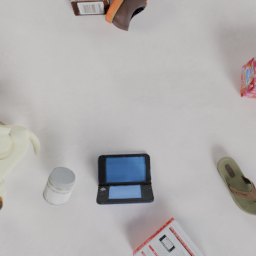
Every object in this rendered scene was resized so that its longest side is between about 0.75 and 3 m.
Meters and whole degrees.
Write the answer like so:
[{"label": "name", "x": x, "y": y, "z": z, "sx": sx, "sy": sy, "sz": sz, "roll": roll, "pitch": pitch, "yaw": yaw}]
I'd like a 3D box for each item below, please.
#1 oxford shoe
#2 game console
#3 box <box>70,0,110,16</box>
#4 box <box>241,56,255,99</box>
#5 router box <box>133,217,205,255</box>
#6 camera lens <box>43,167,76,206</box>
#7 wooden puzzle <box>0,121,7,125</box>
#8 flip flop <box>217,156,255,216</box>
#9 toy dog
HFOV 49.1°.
[{"label": "oxford shoe", "x": 0.322, "y": -4.433, "z": 9.346, "sx": 0.955, "sy": 0.938, "sz": 2.634, "roll": 33, "pitch": 91, "yaw": -2}, {"label": "game console", "x": -0.103, "y": 1.476, "z": 8.280, "sx": 1.650, "sy": 1.408, "sz": 0.976, "roll": -3, "pitch": 107, "yaw": 0}, {"label": "box", "x": -1.251, "y": -5.145, "z": 9.402, "sx": 1.257, "sy": 0.941, "sz": 2.510, "roll": -3, "pitch": 79, "yaw": 0}, {"label": "box", "x": 4.757, "y": -1.471, "z": 8.685, "sx": 2.169, "sy": 1.036, "sz": 1.081, "roll": 5, "pitch": 84, "yaw": 1}, {"label": "router box", "x": 1.304, "y": 3.830, "z": 8.107, "sx": 1.609, "sy": 0.438, "sz": 1.793, "roll": -38, "pitch": 82, "yaw": -6}, {"label": "camera lens", "x": -1.967, "y": 1.686, "z": 8.009, "sx": 0.763, "sy": 0.763, "sz": 0.953, "roll": 29, "pitch": 118, "yaw": 5}, {"label": "wooden puzzle", "x": -4.174, "y": 0.287, "z": 8.819, "sx": 1.107, "sy": 0.256, "sz": 1.025, "roll": 30, "pitch": 80, "yaw": 10}, {"label": "flip flop", "x": 3.427, "y": 1.740, "z": 8.396, "sx": 0.808, "sy": 0.574, "sz": 1.993, "roll": -30, "pitch": 82, "yaw": -5}, {"label": "toy dog", "x": -3.887, "y": 1.044, "z": 7.730, "sx": 1.782, "sy": 2.477, "sz": 2.554, "roll": 17, "pitch": 91, "yaw": 37}]
